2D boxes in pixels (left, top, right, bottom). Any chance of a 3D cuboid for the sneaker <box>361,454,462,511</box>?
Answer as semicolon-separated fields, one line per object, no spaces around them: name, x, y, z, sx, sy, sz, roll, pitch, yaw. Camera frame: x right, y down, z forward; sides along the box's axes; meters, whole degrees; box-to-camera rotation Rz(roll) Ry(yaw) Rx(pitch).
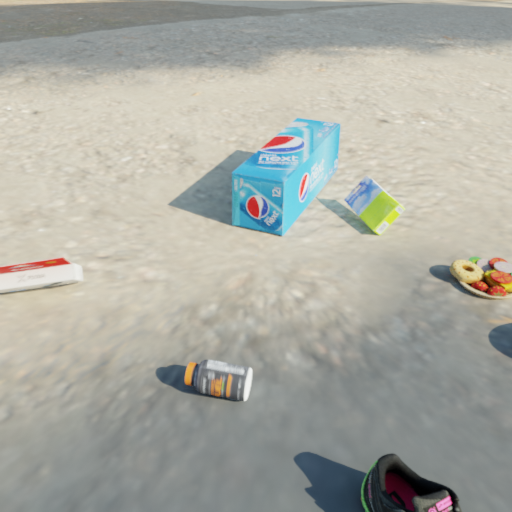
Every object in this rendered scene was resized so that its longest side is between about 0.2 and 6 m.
sneaker;1.582;2.478;4.906;0.684;0.747;1.782;-20;37;-29

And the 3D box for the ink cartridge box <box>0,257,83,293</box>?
ink cartridge box;-3.290;0.301;8.208;1.246;0.279;1.097;-9;-6;-6

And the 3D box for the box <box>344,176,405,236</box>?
box;2.175;-0.948;10.414;0.264;0.675;1.106;31;18;-40

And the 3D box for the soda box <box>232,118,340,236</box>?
soda box;0.692;-1.705;11.240;1.066;1.127;3.323;13;35;20

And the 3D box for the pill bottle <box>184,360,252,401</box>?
pill bottle;-0.463;1.487;6.770;0.774;0.411;0.411;8;33;8

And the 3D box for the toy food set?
toy food set;3.686;0.321;8.828;1.041;0.256;1.051;-15;34;-23
